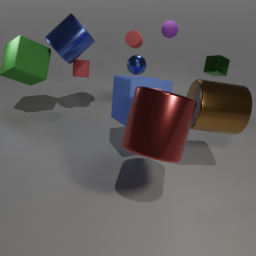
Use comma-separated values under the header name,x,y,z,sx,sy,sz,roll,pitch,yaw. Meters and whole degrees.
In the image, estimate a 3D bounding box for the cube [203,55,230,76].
name,x,y,z,sx,sy,sz,roll,pitch,yaw
cube,3.687,-2.580,11.657,0.700,0.700,0.700,10,2,-36

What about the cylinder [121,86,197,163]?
name,x,y,z,sx,sy,sz,roll,pitch,yaw
cylinder,0.681,-0.088,6.294,1.400,1.400,1.400,15,4,-1

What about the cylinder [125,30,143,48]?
name,x,y,z,sx,sy,sz,roll,pitch,yaw
cylinder,0.285,-4.043,12.806,0.700,0.700,0.700,7,9,12

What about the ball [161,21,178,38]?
name,x,y,z,sx,sy,sz,roll,pitch,yaw
ball,1.753,-4.127,11.731,0.700,0.700,0.700,0,28,0

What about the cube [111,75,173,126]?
name,x,y,z,sx,sy,sz,roll,pitch,yaw
cube,0.390,-0.867,8.822,1.400,1.400,1.400,-2,16,-24

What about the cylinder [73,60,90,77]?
name,x,y,z,sx,sy,sz,roll,pitch,yaw
cylinder,-1.994,-2.534,11.916,0.700,0.700,0.700,4,12,-1

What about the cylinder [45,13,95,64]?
name,x,y,z,sx,sy,sz,roll,pitch,yaw
cylinder,-2.286,-3.525,11.140,1.400,1.400,1.400,-41,33,5

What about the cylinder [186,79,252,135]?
name,x,y,z,sx,sy,sz,roll,pitch,yaw
cylinder,2.466,-0.581,7.852,1.400,1.400,1.400,7,28,-6

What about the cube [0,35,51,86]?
name,x,y,z,sx,sy,sz,roll,pitch,yaw
cube,-4.227,-2.732,11.603,1.400,1.400,1.400,-6,-16,44

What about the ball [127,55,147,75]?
name,x,y,z,sx,sy,sz,roll,pitch,yaw
ball,0.307,-2.221,9.880,0.700,0.700,0.700,0,28,0
